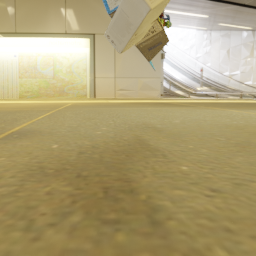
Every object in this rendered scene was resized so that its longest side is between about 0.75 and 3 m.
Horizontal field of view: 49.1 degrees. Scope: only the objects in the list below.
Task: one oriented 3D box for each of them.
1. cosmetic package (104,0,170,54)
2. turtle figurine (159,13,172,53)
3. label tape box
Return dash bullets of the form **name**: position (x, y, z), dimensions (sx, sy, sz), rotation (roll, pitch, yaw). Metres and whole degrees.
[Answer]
- **cosmetic package**: position (0.174, -1.992, 4.924), dimensions (0.741, 0.539, 1.457), rotation (-43, 5, -24)
- **turtle figurine**: position (0.937, -3.816, 11.321), dimensions (1.586, 1.636, 1.177), rotation (6, 25, 5)
- **label tape box**: position (0.260, -3.057, 7.409), dimensions (0.881, 2.008, 2.784), rotation (-27, -25, 19)
